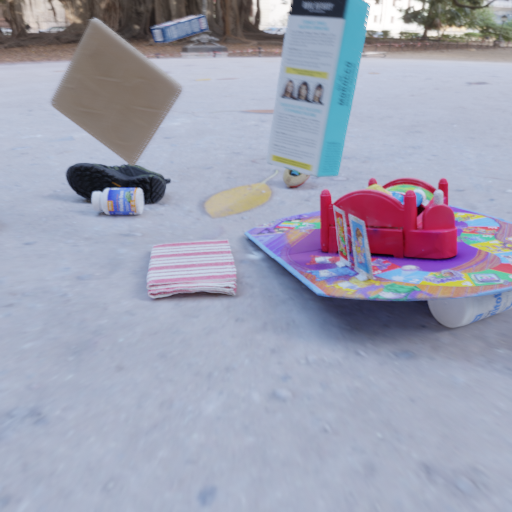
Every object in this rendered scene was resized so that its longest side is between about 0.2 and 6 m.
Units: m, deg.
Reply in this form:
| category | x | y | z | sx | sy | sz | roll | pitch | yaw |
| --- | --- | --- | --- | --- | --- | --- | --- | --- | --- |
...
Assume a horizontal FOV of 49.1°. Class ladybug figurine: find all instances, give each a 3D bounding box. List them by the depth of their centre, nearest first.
| category | x | y | z | sx | sy | sz | roll | pitch | yaw |
| --- | --- | --- | --- | --- | --- | --- | --- | --- | --- |
| ladybug figurine | 1.053 | -2.049 | 13.906 | 0.674 | 0.357 | 0.993 | 28 | 70 | 31 |

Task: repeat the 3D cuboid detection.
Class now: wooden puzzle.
| category | x | y | z | sx | sy | sz | roll | pitch | yaw |
| --- | --- | --- | --- | --- | --- | --- | --- | --- | --- |
| wooden puzzle | -2.535 | -2.943 | 10.235 | 1.898 | 2.049 | 0.474 | 37 | 35 | -8 |

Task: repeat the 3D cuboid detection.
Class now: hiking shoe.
| category | x | y | z | sx | sy | sz | roll | pitch | yaw |
| --- | --- | --- | --- | --- | --- | --- | --- | --- | --- |
| hiking shoe | -3.201 | -1.713 | 13.078 | 2.331 | 0.883 | 1.173 | 10 | 18 | 0 |

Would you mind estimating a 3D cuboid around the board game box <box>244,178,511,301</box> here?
| category | x | y | z | sx | sy | sz | roll | pitch | yaw |
| --- | --- | --- | --- | --- | --- | --- | --- | --- | --- |
| board game box | 2.375 | -0.787 | 9.507 | 4.481 | 1.104 | 5.671 | -9 | 18 | -14 |

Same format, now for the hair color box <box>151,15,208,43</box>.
| category | x | y | z | sx | sy | sz | roll | pitch | yaw |
| --- | --- | --- | --- | --- | --- | --- | --- | --- | --- |
| hair color box | -1.649 | -4.889 | 12.066 | 1.091 | 0.330 | 0.546 | -29 | 33 | -28 |

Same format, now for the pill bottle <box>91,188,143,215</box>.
| category | x | y | z | sx | sy | sz | roll | pitch | yaw |
| --- | --- | --- | --- | --- | --- | --- | --- | --- | --- |
| pill bottle | -2.972 | -1.169 | 12.032 | 1.016 | 0.569 | 0.569 | -1 | 24 | 0 |

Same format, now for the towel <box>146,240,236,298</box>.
| category | x | y | z | sx | sy | sz | roll | pitch | yaw |
| --- | --- | --- | --- | --- | --- | --- | --- | --- | --- |
| towel | -1.089 | 0.187 | 9.459 | 1.423 | 0.291 | 1.945 | -3 | 22 | -6 |

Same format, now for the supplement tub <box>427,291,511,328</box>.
| category | x | y | z | sx | sy | sz | roll | pitch | yaw |
| --- | --- | --- | --- | --- | --- | --- | --- | --- | --- |
| supplement tub | 3.120 | 0.552 | 8.038 | 1.122 | 0.741 | 0.741 | -14 | 28 | -26 |

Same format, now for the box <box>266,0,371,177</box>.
| category | x | y | z | sx | sy | sz | roll | pitch | yaw |
| --- | --- | --- | --- | --- | --- | --- | --- | --- | --- |
| box | 0.635 | -1.789 | 5.956 | 0.733 | 1.782 | 0.438 | 23 | 22 | 36 |
